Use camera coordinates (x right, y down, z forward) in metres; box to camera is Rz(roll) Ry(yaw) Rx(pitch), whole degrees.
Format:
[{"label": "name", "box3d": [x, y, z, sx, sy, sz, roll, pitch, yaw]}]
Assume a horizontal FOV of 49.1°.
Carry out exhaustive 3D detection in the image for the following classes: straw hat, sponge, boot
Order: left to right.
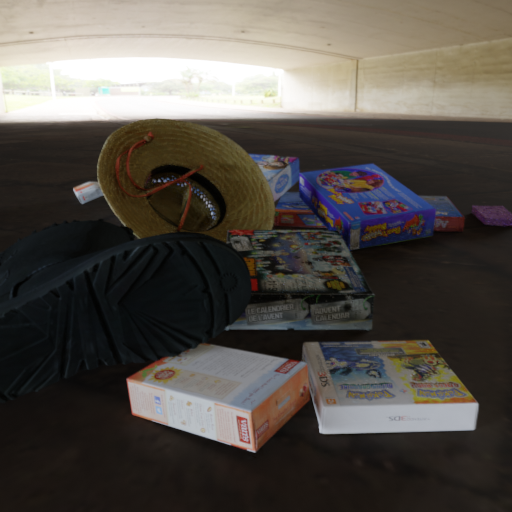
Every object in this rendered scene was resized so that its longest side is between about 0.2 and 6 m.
[{"label": "boot", "box3d": [-1.771, 0.250, 6.393, 3.251, 1.203, 2.664, -20, 22, -1]}, {"label": "straw hat", "box3d": [-1.428, -0.926, 10.481, 3.326, 3.326, 1.408, -13, -21, -35]}, {"label": "sponge", "box3d": [5.429, -0.926, 12.780, 0.717, 0.192, 1.285, 2, 17, 7]}]

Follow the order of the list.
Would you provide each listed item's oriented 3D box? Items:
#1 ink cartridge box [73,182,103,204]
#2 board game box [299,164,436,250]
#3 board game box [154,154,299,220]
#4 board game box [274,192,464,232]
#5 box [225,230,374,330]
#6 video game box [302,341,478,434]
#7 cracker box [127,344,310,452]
[{"label": "ink cartridge box", "box3d": [-4.170, -1.835, 14.887, 1.263, 0.317, 1.024, -29, 26, -14]}, {"label": "board game box", "box3d": [2.172, -1.098, 11.533, 1.799, 0.599, 2.676, -9, 30, -12]}, {"label": "board game box", "box3d": [-1.007, -1.678, 13.376, 3.159, 0.685, 3.143, 8, 32, 25]}, {"label": "board game box", "box3d": [2.480, -1.036, 12.780, 3.963, 0.385, 2.040, 3, 18, 8]}, {"label": "box", "box3d": [0.489, 0.247, 8.264, 1.908, 0.556, 2.787, 0, 19, -2]}, {"label": "video game box", "box3d": [1.236, 1.255, 5.568, 1.426, 0.334, 1.299, -1, 20, -4]}, {"label": "cracker box", "box3d": [-0.348, 1.251, 5.241, 1.437, 0.414, 0.962, 4, 17, 34]}]
